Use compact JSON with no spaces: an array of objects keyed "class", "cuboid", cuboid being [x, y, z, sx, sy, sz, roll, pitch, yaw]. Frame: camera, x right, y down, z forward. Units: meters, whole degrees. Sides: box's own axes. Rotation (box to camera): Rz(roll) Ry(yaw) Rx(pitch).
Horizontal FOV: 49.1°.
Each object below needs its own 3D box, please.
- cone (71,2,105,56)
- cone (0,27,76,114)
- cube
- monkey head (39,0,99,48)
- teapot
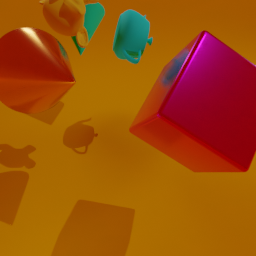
[{"class":"cone","cuboid":[-1.263,-2.562,7.544,1.281,1.281,1.286,-1,81,-1]},{"class":"cone","cuboid":[-1.231,-0.824,4.497,1.523,1.523,1.529,-30,32,-31]},{"class":"cube","cuboid":[0.990,-0.246,3.892,1.285,1.285,1.285,32,75,-8]},{"class":"monkey head","cuboid":[-1.101,-2.286,5.462,1.423,0.858,1.024,47,50,12]},{"class":"teapot","cuboid":[0.148,-2.203,6.667,0.894,1.135,1.826,11,55,-10]}]
